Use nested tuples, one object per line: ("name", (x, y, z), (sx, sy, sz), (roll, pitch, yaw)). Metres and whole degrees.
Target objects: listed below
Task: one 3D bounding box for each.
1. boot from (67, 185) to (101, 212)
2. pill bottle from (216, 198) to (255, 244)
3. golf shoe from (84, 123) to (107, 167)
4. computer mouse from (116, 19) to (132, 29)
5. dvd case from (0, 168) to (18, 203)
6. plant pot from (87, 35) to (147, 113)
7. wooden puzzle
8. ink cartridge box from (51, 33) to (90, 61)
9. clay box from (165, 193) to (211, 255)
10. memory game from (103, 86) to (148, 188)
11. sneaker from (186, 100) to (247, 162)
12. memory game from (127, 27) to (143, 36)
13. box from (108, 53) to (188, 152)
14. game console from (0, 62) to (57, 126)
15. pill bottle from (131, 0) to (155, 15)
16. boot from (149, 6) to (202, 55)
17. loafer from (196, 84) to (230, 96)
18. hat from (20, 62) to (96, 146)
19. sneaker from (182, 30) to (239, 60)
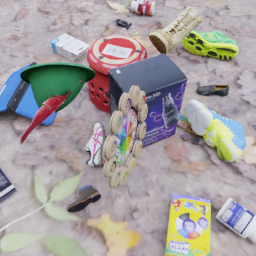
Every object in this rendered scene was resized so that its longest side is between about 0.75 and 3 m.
("boot", (-1.520, 2.298, 9.143), (1.173, 0.438, 0.569), (-20, 43, -26))
("pill bottle", (3.423, 2.809, 8.435), (1.317, 0.789, 0.789), (36, 59, 25))
("golf shoe", (-1.191, 0.552, 10.322), (0.860, 0.678, 1.868), (-5, 51, -4))
("computer mouse", (-0.282, -5.825, 15.759), (0.904, 0.238, 0.626), (27, 55, 6))
("dvd case", (-5.214, 1.879, 9.565), (1.830, 0.197, 2.461), (-36, 60, -25))
("plant pot", (-0.395, -2.310, 11.553), (2.653, 2.416, 2.653), (1, 49, -1))
("wooden puzzle", (2.736, -0.281, 11.325), (1.325, 0.157, 2.234), (31, 58, 23))
("ink cartridge box", (-2.844, -3.984, 14.014), (1.752, 0.594, 1.016), (30, 57, 22))
("clay box", (1.801, 3.116, 8.364), (1.239, 0.513, 2.157), (8, 51, 7))
("memory game", (0.022, 0.260, 7.438), (0.178, 2.789, 2.789), (12, 52, 20))
("sneaker", (3.382, -0.046, 10.555), (1.429, 1.030, 2.720), (-25, 75, -33))
("memory game", (0.385, -5.332, 15.448), (0.866, 0.055, 0.866), (0, 51, 0))
("box", (0.597, -0.818, 9.955), (2.180, 2.946, 1.537), (-21, 54, -16))
("game console", (-4.259, -1.306, 12.086), (2.369, 1.642, 2.776), (-15, 44, 29))
("pill bottle", (0.876, -7.064, 16.403), (1.317, 0.744, 0.744), (11, 52, 10))
("boot", (1.811, -3.648, 10.356), (1.978, 2.545, 0.926), (-42, 88, 12))
("loafer", (3.719, -1.734, 12.263), (1.418, 0.513, 0.516), (0, 52, 1))
("hat", (-1.955, -0.497, 7.719), (2.383, 1.974, 2.098), (-2, 81, -31))
("sneaker", (4.036, -4.275, 14.058), (2.965, 1.098, 1.239), (21, 48, 6))
